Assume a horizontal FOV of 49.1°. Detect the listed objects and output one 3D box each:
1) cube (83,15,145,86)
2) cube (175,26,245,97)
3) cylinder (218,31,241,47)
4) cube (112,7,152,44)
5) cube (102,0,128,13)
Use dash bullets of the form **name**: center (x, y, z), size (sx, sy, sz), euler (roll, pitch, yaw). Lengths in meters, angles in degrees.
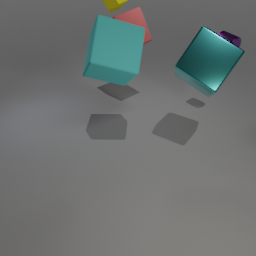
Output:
- **cube**: center (-0.452, -2.206, 8.255), size (1.400, 1.400, 1.400), euler (11, -8, -16)
- **cube**: center (2.393, -1.938, 8.511), size (1.400, 1.400, 1.400), euler (35, 6, 8)
- **cylinder**: center (3.673, -3.137, 10.352), size (0.700, 0.700, 0.700), euler (-24, 49, -32)
- **cube**: center (-0.140, -3.933, 11.624), size (1.400, 1.400, 1.400), euler (-33, 19, -28)
- **cube**: center (-0.599, -5.784, 12.654), size (0.700, 0.700, 0.700), euler (-24, 14, 49)
